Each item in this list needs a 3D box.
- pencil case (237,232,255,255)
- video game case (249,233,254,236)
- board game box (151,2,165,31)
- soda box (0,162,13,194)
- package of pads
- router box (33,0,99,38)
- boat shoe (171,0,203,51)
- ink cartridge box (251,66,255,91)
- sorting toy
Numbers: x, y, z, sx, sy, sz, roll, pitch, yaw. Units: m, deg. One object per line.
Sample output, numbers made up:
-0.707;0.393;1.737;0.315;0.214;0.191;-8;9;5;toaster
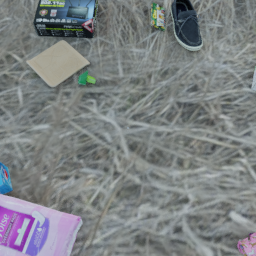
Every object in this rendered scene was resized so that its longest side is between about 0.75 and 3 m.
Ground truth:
4.003;3.410;8.459;1.358;0.562;0.587;-28;94;-5;pencil case
4.378;3.832;8.624;1.046;0.207;1.154;0;64;0;video game case
1.370;-5.066;12.732;0.711;0.159;1.357;13;62;-21;board game box
-5.348;2.040;9.100;2.772;0.889;0.940;-20;66;-9;soda box
-2.971;3.196;8.435;2.903;1.098;1.749;14;62;7;package of pads
-2.720;-5.083;12.555;2.606;0.809;1.952;3;64;1;router box
2.559;-4.670;12.312;1.099;0.917;2.947;-8;66;-6;boat shoe
5.559;-2.036;11.252;0.890;0.536;1.225;16;64;8;ink cartridge box
-2.600;-2.393;11.497;1.999;0.398;2.704;-37;66;-21;sorting toy
